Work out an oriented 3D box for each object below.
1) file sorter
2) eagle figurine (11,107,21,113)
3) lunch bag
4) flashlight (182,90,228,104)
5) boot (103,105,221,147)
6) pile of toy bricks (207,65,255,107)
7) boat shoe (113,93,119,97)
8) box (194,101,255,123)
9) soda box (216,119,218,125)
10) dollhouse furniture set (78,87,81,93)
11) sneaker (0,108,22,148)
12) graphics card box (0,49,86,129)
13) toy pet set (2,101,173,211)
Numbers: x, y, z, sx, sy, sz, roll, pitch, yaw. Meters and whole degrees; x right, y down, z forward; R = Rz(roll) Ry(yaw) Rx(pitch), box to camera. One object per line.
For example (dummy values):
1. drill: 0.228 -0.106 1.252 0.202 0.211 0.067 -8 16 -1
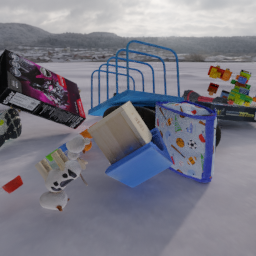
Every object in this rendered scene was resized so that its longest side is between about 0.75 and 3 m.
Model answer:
1. file sorter: 0.100 -1.220 7.891 1.691 1.495 2.437 3 -9 -29
2. eagle figurine: -5.147 -1.318 11.210 2.187 1.651 1.660 14 29 10
3. lunch bag: 1.266 0.212 5.819 1.000 1.373 1.615 -7 16 -17
4. flashlight: 3.270 -1.221 12.057 0.661 0.664 1.953 -40 36 -25
5. boot: 0.915 -0.239 7.819 2.947 1.078 2.219 6 18 5
6. pile of toy bricks: 4.760 -1.506 12.188 3.000 1.664 1.481 21 50 14
7. boat shoe: 0.589 -0.859 10.522 2.731 0.773 0.937 7 18 22
8. box: 3.351 -0.551 9.357 1.928 0.492 1.521 6 8 -7
9. soda box: 2.505 -0.224 9.250 0.290 0.269 0.847 -13 22 -42
10. dollhouse furniture set: -3.043 -1.777 13.930 1.286 0.901 0.907 23 14 -6
11. sneaker: -3.603 0.015 7.534 0.888 0.864 2.229 -6 15 11
12. graphics card box: -2.452 -1.042 8.060 2.532 0.644 1.588 22 38 -44
13. toy pet set: -0.517 0.659 5.393 2.418 1.375 2.590 -32 6 15
